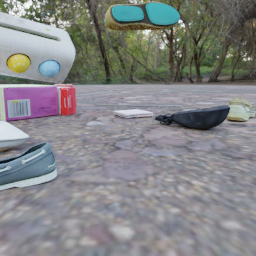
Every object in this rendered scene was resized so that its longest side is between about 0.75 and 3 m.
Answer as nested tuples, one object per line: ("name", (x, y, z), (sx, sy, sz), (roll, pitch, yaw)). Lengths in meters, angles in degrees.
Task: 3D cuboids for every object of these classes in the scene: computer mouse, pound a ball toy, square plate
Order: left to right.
("square plate", (-3.684, 0.243, 5.889), (2.541, 0.361, 2.517), (-8, 13, -34))
("pound a ball toy", (-2.646, -2.053, 6.313), (2.957, 1.928, 1.256), (3, 49, -39))
("computer mouse", (2.016, -0.253, 8.243), (1.551, 0.590, 2.239), (-9, 2, -32))

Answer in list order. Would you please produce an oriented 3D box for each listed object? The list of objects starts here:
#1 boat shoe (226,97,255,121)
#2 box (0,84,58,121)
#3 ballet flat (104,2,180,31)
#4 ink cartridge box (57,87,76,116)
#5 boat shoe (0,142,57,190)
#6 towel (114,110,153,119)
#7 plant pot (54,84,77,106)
("boat shoe", (4.099, -0.752, 10.082), (0.890, 0.761, 2.429), (5, 12, 25))
("box", (-4.207, -1.036, 10.552), (2.378, 1.150, 2.092), (10, 14, 39))
("ballet flat", (0.423, -3.497, 8.906), (2.586, 0.888, 0.815), (-8, -5, -27))
("ink cartridge box", (-2.591, -1.089, 11.078), (0.611, 1.056, 1.817), (-9, 14, -41))
("boat shoe", (-1.847, 0.545, 3.746), (1.778, 0.549, 0.648), (-7, 13, -32))
("towel", (0.186, -0.534, 10.511), (1.136, 0.192, 1.190), (-6, 12, -24))
("plant pot", (-3.124, -1.580, 13.667), (1.228, 1.087, 1.228), (0, 10, 0))
